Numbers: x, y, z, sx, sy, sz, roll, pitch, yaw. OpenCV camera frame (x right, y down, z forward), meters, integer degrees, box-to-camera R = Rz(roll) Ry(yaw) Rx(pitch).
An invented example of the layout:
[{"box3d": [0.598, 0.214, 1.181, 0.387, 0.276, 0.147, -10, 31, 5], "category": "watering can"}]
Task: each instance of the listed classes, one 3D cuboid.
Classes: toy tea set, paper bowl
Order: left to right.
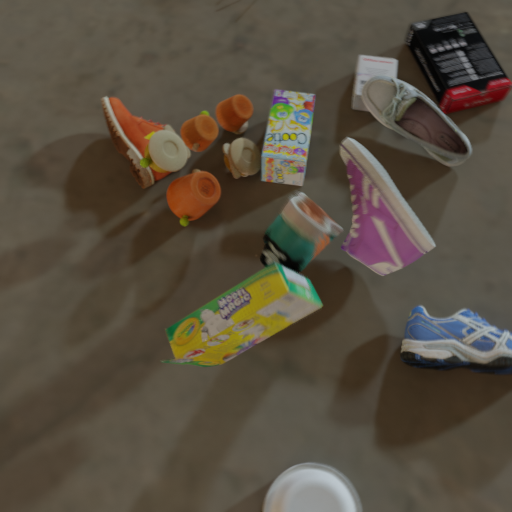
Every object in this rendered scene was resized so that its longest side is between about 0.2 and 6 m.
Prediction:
[{"box3d": [-0.998, -1.960, 11.072, 3.000, 1.110, 1.784, -42, 104, -37], "category": "toy tea set"}, {"box3d": [0.841, 3.878, 8.373, 1.474, 0.767, 1.474, 0, 66, -1], "category": "paper bowl"}]

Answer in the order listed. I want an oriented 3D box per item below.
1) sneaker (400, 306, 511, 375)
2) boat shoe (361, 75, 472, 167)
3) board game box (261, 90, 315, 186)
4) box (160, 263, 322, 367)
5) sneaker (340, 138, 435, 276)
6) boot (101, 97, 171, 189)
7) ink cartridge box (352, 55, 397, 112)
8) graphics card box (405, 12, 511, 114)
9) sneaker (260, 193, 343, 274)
[{"box3d": [3.776, 1.424, 9.417, 2.603, 0.986, 1.003, 6, 68, 1], "category": "sneaker"}, {"box3d": [3.224, -2.765, 11.243, 2.585, 0.829, 0.953, 43, 100, 6], "category": "boat shoe"}, {"box3d": [0.644, -2.381, 11.303, 0.861, 0.877, 1.672, 8, 65, 4], "category": "board game box"}, {"box3d": [-0.266, 0.958, 8.015, 2.191, 1.285, 0.530, -34, 63, 16], "category": "box"}, {"box3d": [1.907, -0.826, 10.123, 1.441, 0.916, 2.527, -36, 73, 23], "category": "sneaker"}, {"box3d": [-2.328, -2.483, 11.453, 1.166, 0.816, 2.175, -30, 77, -17], "category": "boot"}, {"box3d": [2.566, -3.725, 12.161, 0.836, 0.485, 1.155, 8, 65, 4], "category": "ink cartridge box"}, {"box3d": [4.417, -4.286, 12.376, 1.446, 0.586, 2.304, -15, 67, -7], "category": "graphics card box"}, {"box3d": [0.678, -0.347, 9.311, 0.984, 2.758, 1.102, 43, 104, 9], "category": "sneaker"}]
